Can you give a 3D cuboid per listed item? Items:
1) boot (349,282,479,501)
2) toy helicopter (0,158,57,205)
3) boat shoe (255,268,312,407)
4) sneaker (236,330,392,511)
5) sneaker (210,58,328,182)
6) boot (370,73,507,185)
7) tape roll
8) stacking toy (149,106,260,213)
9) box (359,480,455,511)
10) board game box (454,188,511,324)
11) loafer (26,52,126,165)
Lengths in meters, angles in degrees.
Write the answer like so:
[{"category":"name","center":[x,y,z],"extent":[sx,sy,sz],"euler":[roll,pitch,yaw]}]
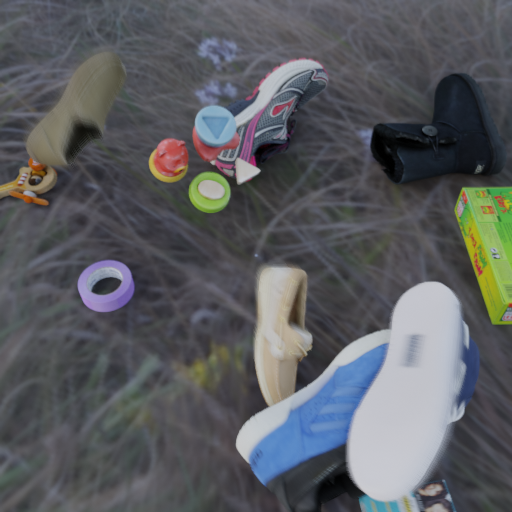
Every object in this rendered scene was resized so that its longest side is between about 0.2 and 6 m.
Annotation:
[{"category":"boot","center":[2.061,1.736,6.622],"extent":[1.039,1.291,2.857],"euler":[-11,37,43]},{"category":"toy helicopter","center":[-4.317,-1.239,10.293],"extent":[1.343,0.530,0.888],"euler":[-18,61,-1]},{"category":"boat shoe","center":[0.424,1.095,7.667],"extent":[0.674,0.719,1.950],"euler":[-7,79,28]},{"category":"sneaker","center":[1.226,2.123,6.997],"extent":[2.674,1.026,1.487],"euler":[-30,49,-19]},{"category":"sneaker","center":[0.332,-2.627,10.964],"extent":[1.209,1.306,3.238],"euler":[42,68,11]},{"category":"boot","center":[3.319,-2.550,10.910],"extent":[2.247,1.021,2.674],"euler":[-4,57,-8]},{"category":"tape roll","center":[-2.383,0.475,8.912],"extent":[0.834,0.273,0.834],"euler":[0,51,-1]},{"category":"stacking toy","center":[-0.719,-1.533,8.738],"extent":[1.397,0.652,1.544],"euler":[47,70,0]},{"category":"box","center":[1.826,3.050,6.781],"extent":[1.056,0.260,0.434],"euler":[-7,52,-6]},{"category":"board game box","center":[4.216,-0.072,9.158],"extent":[1.253,0.587,2.467],"euler":[0,50,0]},{"category":"loafer","center":[-2.871,-2.411,9.502],"extent":[0.781,0.880,2.315],"euler":[29,81,18]}]
